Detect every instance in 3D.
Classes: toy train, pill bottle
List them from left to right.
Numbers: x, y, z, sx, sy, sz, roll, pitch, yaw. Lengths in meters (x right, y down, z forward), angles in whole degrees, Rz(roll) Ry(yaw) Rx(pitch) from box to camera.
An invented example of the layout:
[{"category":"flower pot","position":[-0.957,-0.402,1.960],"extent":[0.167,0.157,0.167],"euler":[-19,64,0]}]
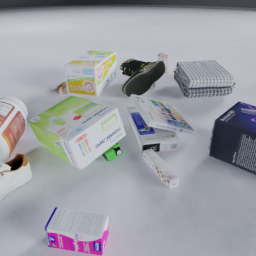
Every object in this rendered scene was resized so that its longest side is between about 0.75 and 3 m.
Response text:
[{"category":"pill bottle","position":[-3.959,0.023,8.514],"extent":[1.438,1.438,2.564],"euler":[-1,29,-1]},{"category":"toy train","position":[-0.872,0.369,8.869],"extent":[0.626,0.464,2.222],"euler":[-31,34,-14]}]

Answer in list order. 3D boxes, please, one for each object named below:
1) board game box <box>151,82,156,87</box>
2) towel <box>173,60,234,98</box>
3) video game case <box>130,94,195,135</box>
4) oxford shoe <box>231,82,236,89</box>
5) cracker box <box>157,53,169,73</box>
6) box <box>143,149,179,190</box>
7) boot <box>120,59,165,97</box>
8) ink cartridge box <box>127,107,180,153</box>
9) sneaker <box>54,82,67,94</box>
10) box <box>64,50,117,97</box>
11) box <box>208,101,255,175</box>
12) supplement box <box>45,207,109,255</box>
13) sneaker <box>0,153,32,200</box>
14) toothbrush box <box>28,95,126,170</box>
[{"category":"board game box","position":[0.848,-2.265,13.758],"extent":[0.984,0.202,0.981],"euler":[0,30,1]},{"category":"towel","position":[3.360,-2.240,12.901],"extent":[2.098,1.084,2.534],"euler":[-5,32,-5]},{"category":"video game case","position":[1.121,-0.481,9.516],"extent":[1.749,0.228,1.921],"euler":[11,28,-26]},{"category":"oxford shoe","position":[4.704,-2.080,13.388],"extent":[1.007,0.379,0.291],"euler":[20,-6,44]},{"category":"cracker box","position":[1.876,-3.513,15.171],"extent":[0.281,0.976,0.653],"euler":[-14,33,-23]},{"category":"box","position":[0.878,1.098,7.755],"extent":[0.315,0.294,1.518],"euler":[-13,32,-22]},{"category":"boot","position":[0.245,-2.436,13.202],"extent":[2.010,0.961,2.662],"euler":[21,50,42]},{"category":"ink cartridge box","position":[0.776,-0.055,9.631],"extent":[1.207,0.473,2.548],"euler":[-6,33,-9]},{"category":"sneaker","position":[-3.106,-1.889,12.963],"extent":[0.359,0.364,0.930],"euler":[1,30,12]},{"category":"box","position":[-1.659,-2.657,13.227],"extent":[1.544,1.391,2.745],"euler":[8,31,16]},{"category":"box","position":[3.850,0.359,8.076],"extent":[2.415,1.260,1.787],"euler":[23,38,34]},{"category":"supplement box","position":[-1.014,2.094,5.715],"extent":[1.158,0.586,0.598],"euler":[4,30,8]},{"category":"sneaker","position":[-3.330,1.318,6.775],"extent":[0.780,0.907,2.142],"euler":[17,35,24]},{"category":"toothbrush box","position":[-1.545,0.005,8.332],"extent":[1.736,1.026,2.384],"euler":[-37,37,-29]}]
